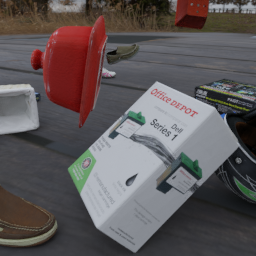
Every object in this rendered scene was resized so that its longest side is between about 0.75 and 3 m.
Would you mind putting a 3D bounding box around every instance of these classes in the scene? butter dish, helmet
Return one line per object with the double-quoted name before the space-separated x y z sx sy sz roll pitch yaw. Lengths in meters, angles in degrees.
"butter dish" -1.638 -1.691 7.513 1.882 2.546 2.539 10 30 -3
"helmet" 2.980 0.601 6.242 2.182 2.289 2.289 -19 18 19

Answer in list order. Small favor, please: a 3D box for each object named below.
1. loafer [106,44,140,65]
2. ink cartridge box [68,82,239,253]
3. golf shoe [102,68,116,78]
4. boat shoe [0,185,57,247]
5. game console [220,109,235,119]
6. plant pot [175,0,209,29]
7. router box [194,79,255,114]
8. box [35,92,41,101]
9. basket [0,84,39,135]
"loafer" -0.152 -1.878 6.991 0.926 0.322 0.348 -19 43 18
"ink cartridge box" 0.403 0.603 5.757 2.879 1.214 2.103 -46 34 -3
"golf shoe" -1.426 -3.430 17.412 1.365 0.629 0.496 -3 24 -10
"boat shoe" -2.665 1.600 5.588 2.586 0.957 0.955 6 25 14
"game console" 3.586 0.295 9.502 1.764 1.223 2.067 30 23 -10
"plant pot" 2.413 -4.343 10.234 1.097 1.098 0.967 5 5 -6
"router box" 4.718 -1.267 12.109 2.234 0.926 2.982 -18 29 -35
"box" -5.040 -1.468 13.275 1.421 0.362 1.121 16 29 33
"basket" -4.526 -0.733 10.169 2.297 1.557 1.417 -9 23 -19
